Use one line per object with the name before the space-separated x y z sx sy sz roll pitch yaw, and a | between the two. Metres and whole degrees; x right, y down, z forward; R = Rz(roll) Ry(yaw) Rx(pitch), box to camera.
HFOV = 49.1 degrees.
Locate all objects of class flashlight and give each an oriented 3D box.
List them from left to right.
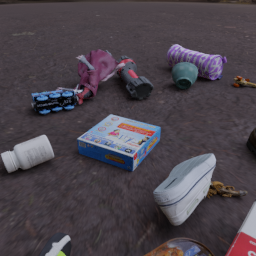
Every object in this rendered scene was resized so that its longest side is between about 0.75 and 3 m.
flashlight | 0.243 -2.161 11.798 1.006 1.003 2.962 18 22 -29

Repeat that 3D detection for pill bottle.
pill bottle | -2.524 0.671 7.067 1.147 0.656 0.656 -22 36 -21

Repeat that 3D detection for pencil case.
pencil case | 3.162 -3.198 13.294 2.849 1.196 1.218 31 77 40

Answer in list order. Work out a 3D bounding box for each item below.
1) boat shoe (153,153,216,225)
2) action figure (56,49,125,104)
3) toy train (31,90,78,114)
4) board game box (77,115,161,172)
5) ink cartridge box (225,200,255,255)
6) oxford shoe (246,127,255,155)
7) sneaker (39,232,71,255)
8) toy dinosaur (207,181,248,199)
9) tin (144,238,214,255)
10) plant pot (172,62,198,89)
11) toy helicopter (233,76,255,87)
boat shoe | 1.300 1.243 5.981 0.848 0.770 2.306 -18 4 43
action figure | -1.503 -1.854 11.153 2.024 1.821 2.719 29 47 -24
toy train | -2.635 -0.990 10.020 1.628 0.706 0.930 -13 26 -21
board game box | -0.213 0.335 7.864 1.733 0.484 1.697 16 33 26
ink cartridge box | 2.076 1.855 4.045 0.935 1.610 2.232 22 36 31
oxford shoe | 3.691 0.539 7.267 0.640 0.744 1.762 -4 31 -11
sneaker | -1.036 2.693 3.624 1.137 0.984 2.745 28 27 -10
toy dinosaur | 1.950 1.326 6.360 1.368 0.413 0.727 24 10 29
tin | 0.614 2.417 4.364 1.808 0.379 1.013 -17 30 -28
plant pot | 2.349 -2.097 11.714 1.104 1.104 0.740 6 57 10
toy helicopter | 5.089 -1.948 12.103 1.054 0.416 0.697 20 24 12
